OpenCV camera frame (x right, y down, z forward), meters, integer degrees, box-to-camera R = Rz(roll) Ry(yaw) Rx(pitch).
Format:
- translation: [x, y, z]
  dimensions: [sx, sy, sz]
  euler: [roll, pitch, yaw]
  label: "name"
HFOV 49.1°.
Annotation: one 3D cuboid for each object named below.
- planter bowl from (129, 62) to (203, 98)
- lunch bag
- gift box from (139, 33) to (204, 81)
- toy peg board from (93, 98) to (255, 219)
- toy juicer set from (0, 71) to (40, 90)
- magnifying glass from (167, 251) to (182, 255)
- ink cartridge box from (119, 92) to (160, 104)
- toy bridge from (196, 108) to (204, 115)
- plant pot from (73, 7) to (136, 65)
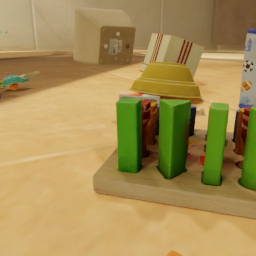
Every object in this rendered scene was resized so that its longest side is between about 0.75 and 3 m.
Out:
- translation: [1.401, -1.776, 10.031]
  dimensions: [2.669, 1.112, 2.669]
  euler: [6, 11, -1]
  label: "planter bowl"
- translation: [5.072, -1.716, 8.259]
  dimensions: [2.933, 2.493, 1.816]
  euler: [12, 28, 35]
  label: "lunch bag"
- translation: [1.706, -2.946, 12.438]
  dimensions: [2.242, 2.094, 2.069]
  euler: [10, 16, -21]
  label: "gift box"
- translation: [1.153, 0.037, 4.766]
  dimensions: [2.735, 1.338, 2.724]
  euler: [6, 19, 16]
  label: "toy peg board"
- translation: [-4.995, -1.869, 11.901]
  dimensions: [1.429, 0.611, 2.246]
  euler: [-7, 13, 44]
  label: "toy juicer set"
- translation: [0.014, 1.486, 2.281]
  dimensions: [0.592, 0.167, 1.487]
  euler: [15, 23, 39]
  label: "magnifying glass"
- translation: [0.439, -1.120, 9.746]
  dimensions: [1.354, 0.419, 1.669]
  euler: [2, 21, 5]
  label: "ink cartridge box"
- translation: [1.611, -0.475, 8.167]
  dimensions: [1.211, 0.165, 0.407]
  euler: [3, 19, 10]
  label: "toy bridge"
- translation: [-0.429, -1.829, 5.873]
  dimensions: [1.129, 1.128, 0.999]
  euler: [-8, 32, -27]
  label: "plant pot"
